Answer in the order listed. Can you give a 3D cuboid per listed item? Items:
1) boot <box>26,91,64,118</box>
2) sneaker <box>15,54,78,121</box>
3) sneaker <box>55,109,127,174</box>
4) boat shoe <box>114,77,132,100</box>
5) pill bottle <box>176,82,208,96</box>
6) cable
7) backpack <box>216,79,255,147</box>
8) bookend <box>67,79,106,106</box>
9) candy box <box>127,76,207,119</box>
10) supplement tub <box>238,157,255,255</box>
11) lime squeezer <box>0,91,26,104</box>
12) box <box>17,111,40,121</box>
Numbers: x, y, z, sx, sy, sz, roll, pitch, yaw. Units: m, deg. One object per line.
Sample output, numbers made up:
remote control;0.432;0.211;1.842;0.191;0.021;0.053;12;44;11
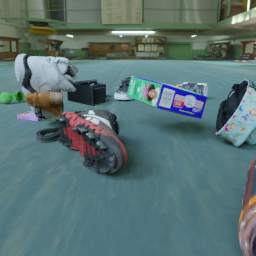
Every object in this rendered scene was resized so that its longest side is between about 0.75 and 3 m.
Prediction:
boot;-2.461;-0.664;8.370;1.041;1.346;0.496;0;57;-11
sneaker;-2.267;-1.154;8.682;1.562;2.718;1.021;-3;55;3
sneaker;-0.649;0.177;6.671;1.445;1.045;2.958;-12;19;-28
boat shoe;-0.046;-2.113;14.373;1.036;0.982;2.963;3;17;11
pill bottle;3.135;-1.863;13.892;1.482;0.787;0.787;9;19;27
cable;-1.760;0.050;8.582;1.098;0.569;2.260;23;36;16
backpack;3.097;-0.329;7.505;1.319;1.555;1.752;35;32;9
bookend;-1.601;-1.737;13.353;1.879;0.865;1.867;16;23;41
candy box;1.055;-0.903;8.082;1.559;0.710;1.844;11;8;-29
supplement tub;2.025;1.090;3.443;1.206;1.206;2.256;8;20;25
lime squeezer;-5.367;-1.351;13.025;2.869;0.541;1.013;-15;-8;-37
box;-3.487;-0.437;10.231;0.897;0.175;0.614;5;18;17
